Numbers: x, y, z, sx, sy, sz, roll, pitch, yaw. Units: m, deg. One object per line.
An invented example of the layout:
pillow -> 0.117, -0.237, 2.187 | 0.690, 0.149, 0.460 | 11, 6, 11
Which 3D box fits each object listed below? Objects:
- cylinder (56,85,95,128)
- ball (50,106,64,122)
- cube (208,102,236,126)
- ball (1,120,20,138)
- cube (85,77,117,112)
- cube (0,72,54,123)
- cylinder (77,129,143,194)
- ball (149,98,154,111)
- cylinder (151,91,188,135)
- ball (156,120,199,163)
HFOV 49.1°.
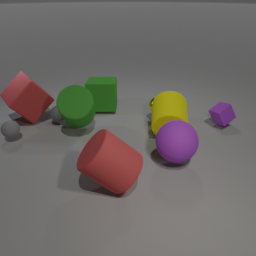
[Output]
cylinder -> -2.050, -0.838, 11.259 | 1.400, 1.400, 1.400 | -2, -13, -4
ball -> -3.042, -0.625, 12.184 | 0.700, 0.700, 0.700 | 0, 28, 0
cube -> 4.014, -0.605, 11.937 | 0.700, 0.700, 0.700 | -36, 23, -10
ball -> -4.591, 0.047, 10.935 | 0.700, 0.700, 0.700 | 0, 28, 0
cube -> -1.257, -1.645, 13.547 | 1.400, 1.400, 1.400 | 0, 23, 0
cube -> -4.377, -1.332, 12.181 | 1.400, 1.400, 1.400 | -50, 46, -3
cylinder -> -0.522, 0.967, 8.108 | 1.400, 1.400, 1.400 | 37, 19, -21
ball -> 1.283, -1.016, 12.442 | 0.700, 0.700, 0.700 | 0, 28, 0
cylinder -> 1.650, -0.502, 11.118 | 1.400, 1.400, 1.400 | 3, 47, 5
ball -> 1.612, 0.440, 9.225 | 1.400, 1.400, 1.400 | 0, 28, 0
